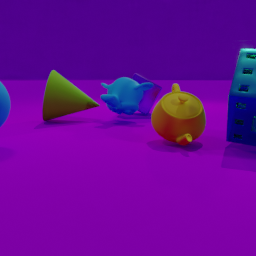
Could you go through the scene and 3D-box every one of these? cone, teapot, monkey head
[{"bbox_3d":[-1.678,-0.857,8.815,1.616,1.610,1.610,11,9,-7],"label":"cone"},{"bbox_3d":[1.106,-0.257,5.941,1.188,0.935,1.910,1,46,-2],"label":"teapot"},{"bbox_3d":[-0.228,-1.076,8.627,1.893,1.141,1.362,5,-12,32],"label":"monkey head"}]

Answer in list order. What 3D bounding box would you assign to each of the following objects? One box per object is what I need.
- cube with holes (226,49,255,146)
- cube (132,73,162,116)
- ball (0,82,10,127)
[{"bbox_3d":[2.692,-0.532,5.325,1.318,1.318,1.318,10,55,24],"label":"cube with holes"},{"bbox_3d":[0.513,-1.269,10.410,1.129,1.129,1.129,29,11,1],"label":"cube"},{"bbox_3d":[-2.827,-0.445,5.151,1.225,1.225,1.225,0,11,0],"label":"ball"}]
